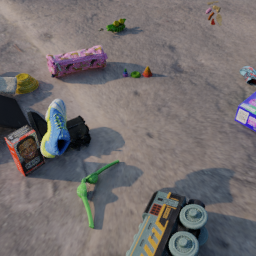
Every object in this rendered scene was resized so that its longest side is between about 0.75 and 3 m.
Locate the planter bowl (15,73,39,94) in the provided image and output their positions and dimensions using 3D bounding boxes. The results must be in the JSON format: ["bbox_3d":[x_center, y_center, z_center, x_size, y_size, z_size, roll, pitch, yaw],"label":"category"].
[{"bbox_3d":[-4.342,-1.948,11.645,1.141,0.475,1.141,0,44,0],"label":"planter bowl"}]

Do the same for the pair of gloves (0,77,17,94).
[{"bbox_3d":[-5.466,-1.169,10.375,2.154,0.444,2.534,10,58,-7],"label":"pair of gloves"}]

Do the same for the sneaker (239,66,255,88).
[{"bbox_3d":[5.173,-2.157,11.832,0.622,0.517,1.303,-25,49,-21],"label":"sneaker"}]

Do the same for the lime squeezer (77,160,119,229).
[{"bbox_3d":[-0.957,1.636,8.040,0.821,0.439,2.325,11,45,11],"label":"lime squeezer"}]

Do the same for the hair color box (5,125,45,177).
[{"bbox_3d":[-2.997,0.689,8.248,0.447,1.461,0.741,33,53,29],"label":"hair color box"}]

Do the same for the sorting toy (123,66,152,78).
[{"bbox_3d":[0.424,-2.484,12.211,1.304,0.449,0.452,-2,45,-4],"label":"sorting toy"}]

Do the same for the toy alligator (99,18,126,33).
[{"bbox_3d":[-0.727,-5.407,15.159,1.977,0.586,0.536,-36,95,-31],"label":"toy alligator"}]

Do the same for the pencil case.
[{"bbox_3d":[-2.207,-2.928,12.234,2.556,1.058,1.106,-15,54,-16],"label":"pencil case"}]

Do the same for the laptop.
[{"bbox_3d":[-4.966,-0.227,9.775,2.311,1.339,2.164,15,26,-48],"label":"laptop"}]

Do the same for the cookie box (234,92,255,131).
[{"bbox_3d":[5.141,-0.603,10.071,1.966,0.739,1.681,-33,52,-30],"label":"cookie box"}]

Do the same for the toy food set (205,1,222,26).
[{"bbox_3d":[2.928,-3.882,9.591,0.520,0.818,0.129,-6,7,9],"label":"toy food set"}]

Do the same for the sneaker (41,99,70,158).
[{"bbox_3d":[-1.721,0.012,7.209,0.826,0.596,1.573,2,80,40],"label":"sneaker"}]

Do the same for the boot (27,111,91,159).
[{"bbox_3d":[-2.311,0.005,9.449,1.688,0.762,2.060,-23,56,-19],"label":"boot"}]

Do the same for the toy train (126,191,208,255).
[{"bbox_3d":[0.868,2.738,6.493,1.586,1.186,2.783,10,46,28],"label":"toy train"}]
